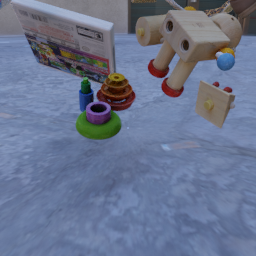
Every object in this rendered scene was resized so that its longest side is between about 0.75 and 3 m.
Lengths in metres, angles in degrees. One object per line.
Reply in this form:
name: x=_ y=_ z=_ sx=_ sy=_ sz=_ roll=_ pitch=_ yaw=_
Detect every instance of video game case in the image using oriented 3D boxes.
video game case: x=-1.313 y=-1.838 z=6.328 sx=2.199 sy=2.004 sz=0.253 roll=19 pitch=66 yaw=8

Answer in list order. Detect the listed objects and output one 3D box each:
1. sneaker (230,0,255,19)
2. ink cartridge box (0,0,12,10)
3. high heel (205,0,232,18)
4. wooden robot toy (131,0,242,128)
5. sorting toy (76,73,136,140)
sneaker: x=2.600 y=-2.748 z=5.110 sx=1.574 sy=0.594 sz=0.554 roll=-39 pitch=4 yaw=24
ink cartridge box: x=-2.248 y=-2.088 z=4.304 sx=0.355 sy=0.612 sz=0.846 roll=-34 pitch=24 yaw=45
high heel: x=2.939 y=-3.912 z=8.983 sx=0.382 sy=1.071 sz=0.764 roll=1 pitch=50 yaw=-38
wooden robot toy: x=1.082 y=-1.402 z=4.442 sx=1.360 sy=1.320 sz=2.997 roll=-16 pitch=63 yaw=-26
sorting toy: x=-0.451 y=-0.540 z=5.134 sx=0.976 sy=0.667 sz=1.625 roll=14 pitch=40 yaw=13
